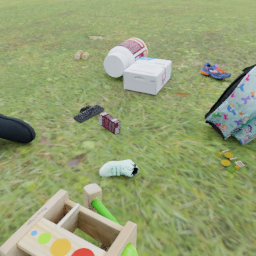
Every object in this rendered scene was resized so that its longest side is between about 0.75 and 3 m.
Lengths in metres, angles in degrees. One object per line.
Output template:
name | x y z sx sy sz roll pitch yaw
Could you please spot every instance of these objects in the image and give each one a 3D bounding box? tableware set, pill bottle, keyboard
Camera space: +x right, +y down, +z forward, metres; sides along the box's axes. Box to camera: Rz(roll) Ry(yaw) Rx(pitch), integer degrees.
tableware set | 3.368 1.108 9.376 0.639 0.146 0.949 -13 37 -15
pill bottle | -0.132 -3.903 15.624 1.628 1.628 2.881 15 35 21
keyboard | -1.744 -0.732 12.038 0.758 0.289 1.457 24 39 31

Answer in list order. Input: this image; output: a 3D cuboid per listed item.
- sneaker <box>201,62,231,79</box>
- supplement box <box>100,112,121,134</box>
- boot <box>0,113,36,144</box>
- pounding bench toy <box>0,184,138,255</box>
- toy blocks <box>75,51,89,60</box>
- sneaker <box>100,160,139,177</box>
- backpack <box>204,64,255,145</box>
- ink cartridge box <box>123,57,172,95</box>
sneaker | 4.747 -3.101 15.165 1.742 0.683 0.656 28 31 36
supplement box | -0.701 -0.194 10.986 0.289 0.516 0.949 -23 40 -37
boot | -4.692 0.316 9.538 2.372 0.906 1.993 23 36 5
pounding bench toy | -0.703 2.450 5.894 2.117 1.686 2.714 17 37 24
toy blocks | -2.893 -4.747 18.069 0.858 0.374 1.030 4 33 7
sneaker | -0.238 1.303 8.637 1.196 0.440 0.705 -13 19 -26
backpack | 4.452 -0.958 10.077 2.152 2.859 2.538 42 48 19
ink cartridge box | 1.027 -2.732 14.382 1.753 1.027 2.425 14 34 21
